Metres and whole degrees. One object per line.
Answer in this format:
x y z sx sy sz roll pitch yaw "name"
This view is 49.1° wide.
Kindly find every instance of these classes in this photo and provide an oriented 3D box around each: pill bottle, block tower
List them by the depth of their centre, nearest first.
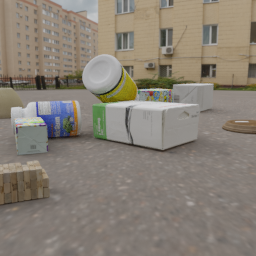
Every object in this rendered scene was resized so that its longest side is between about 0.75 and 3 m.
-2.358 0.949 4.573 2.003 0.541 0.579 -4 10 -25 "block tower"
-2.784 -0.289 9.625 2.210 1.239 1.239 -5 11 -18 "pill bottle"
-0.506 -1.530 10.799 1.476 1.476 2.626 5 -17 24 "pill bottle"

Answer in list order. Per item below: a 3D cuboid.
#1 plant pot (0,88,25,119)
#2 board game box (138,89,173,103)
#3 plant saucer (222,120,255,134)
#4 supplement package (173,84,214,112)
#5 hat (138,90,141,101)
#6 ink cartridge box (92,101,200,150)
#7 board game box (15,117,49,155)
-6.724 -1.387 15.058 2.241 1.504 2.241 1 10 0 "plant pot"
1.487 -1.709 17.279 2.555 1.340 1.316 -11 15 -43 "board game box"
4.808 -0.079 11.139 2.035 0.300 2.035 -1 10 0 "plant saucer"
4.163 -1.961 17.784 1.637 1.657 2.733 7 12 35 "supplement package"
0.419 -0.396 13.099 2.429 2.138 2.012 -29 15 33 "hat"
0.570 -0.216 9.168 2.884 1.216 2.107 9 13 41 "ink cartridge box"
-2.844 0.184 8.153 0.812 0.798 1.549 -4 11 -23 "board game box"
